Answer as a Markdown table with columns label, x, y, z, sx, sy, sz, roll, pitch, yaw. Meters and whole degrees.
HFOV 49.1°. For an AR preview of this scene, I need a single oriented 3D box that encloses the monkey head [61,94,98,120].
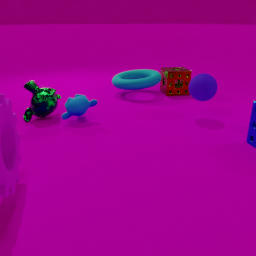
| label | x | y | z | sx | sy | sz | roll | pitch | yaw |
| --- | --- | --- | --- | --- | --- | --- | --- | --- | --- |
| monkey head | -1.374 | -0.536 | 7.886 | 1.075 | 0.773 | 0.648 | -27 | 43 | -8 |

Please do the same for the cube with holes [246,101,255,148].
| label | x | y | z | sx | sy | sz | roll | pitch | yaw |
| --- | --- | --- | --- | --- | --- | --- | --- | --- | --- |
| cube with holes | 3.404 | 0.003 | 6.092 | 1.019 | 1.019 | 1.019 | -5 | 23 | -12 |

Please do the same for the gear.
| label | x | y | z | sx | sy | sz | roll | pitch | yaw |
| --- | --- | --- | --- | --- | --- | --- | --- | --- | --- |
| gear | -1.968 | 0.271 | 4.283 | 0.285 | 1.540 | 1.540 | -4 | 23 | -8 |

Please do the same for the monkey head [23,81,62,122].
| label | x | y | z | sx | sy | sz | roll | pitch | yaw |
| --- | --- | --- | --- | --- | --- | --- | --- | --- | --- |
| monkey head | -2.530 | -0.820 | 8.030 | 0.993 | 0.832 | 1.381 | 38 | 54 | 10 |

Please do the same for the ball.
| label | x | y | z | sx | sy | sz | roll | pitch | yaw |
| --- | --- | --- | --- | --- | --- | --- | --- | --- | --- |
| ball | 2.094 | -1.133 | 7.818 | 0.778 | 0.778 | 0.778 | 0 | 22 | 0 |

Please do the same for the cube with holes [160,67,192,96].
| label | x | y | z | sx | sy | sz | roll | pitch | yaw |
| --- | --- | --- | --- | --- | --- | --- | --- | --- | --- |
| cube with holes | 1.778 | -1.774 | 10.587 | 0.903 | 0.903 | 0.903 | -4 | 22 | -9 |

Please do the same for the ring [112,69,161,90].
| label | x | y | z | sx | sy | sz | roll | pitch | yaw |
| --- | --- | --- | --- | --- | --- | --- | --- | --- | --- |
| ring | 0.321 | -1.812 | 10.397 | 1.837 | 0.367 | 1.837 | -5 | 24 | 2 |
